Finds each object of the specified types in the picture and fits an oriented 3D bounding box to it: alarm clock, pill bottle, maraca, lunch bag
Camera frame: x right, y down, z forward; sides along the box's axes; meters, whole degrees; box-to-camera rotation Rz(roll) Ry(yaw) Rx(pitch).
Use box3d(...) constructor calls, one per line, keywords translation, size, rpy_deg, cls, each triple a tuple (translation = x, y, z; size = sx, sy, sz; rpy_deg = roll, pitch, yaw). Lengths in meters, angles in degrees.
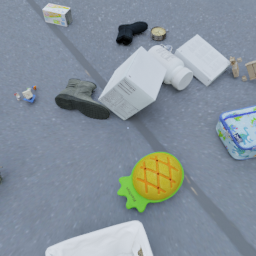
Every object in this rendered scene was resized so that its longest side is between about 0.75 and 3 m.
box3d(translation=(1.413, -4.588, 13.787), size=(1.160, 0.386, 0.782), rpy_deg=(-36, 62, -26), cls="alarm clock")
box3d(translation=(1.696, -2.503, 11.745), size=(1.142, 1.142, 1.997), rpy_deg=(-33, 60, -22), cls="pill bottle")
box3d(translation=(0.714, 1.644, 8.707), size=(2.169, 1.160, 1.487), rpy_deg=(-33, 70, -8), cls="maraca")
box3d(translation=(4.449, 0.071, 9.986), size=(2.288, 0.943, 1.839), rpy_deg=(-10, 51, -9), cls="lunch bag")

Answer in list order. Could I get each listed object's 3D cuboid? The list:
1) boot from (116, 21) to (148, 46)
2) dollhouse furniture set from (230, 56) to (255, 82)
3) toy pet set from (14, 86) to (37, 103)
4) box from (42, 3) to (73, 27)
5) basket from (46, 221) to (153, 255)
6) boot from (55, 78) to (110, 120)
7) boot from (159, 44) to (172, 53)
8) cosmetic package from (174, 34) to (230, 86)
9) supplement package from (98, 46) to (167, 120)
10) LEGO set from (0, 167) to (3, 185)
box3d(translation=(0.207, -4.568, 13.620), size=(1.555, 0.594, 1.306), rpy_deg=(-3, 49, 6), cls="boot")
box3d(translation=(5.119, -2.683, 11.774), size=(1.356, 1.156, 0.662), rpy_deg=(-12, 35, 31), cls="dollhouse furniture set")
box3d(translation=(-4.045, -1.318, 11.424), size=(0.907, 0.482, 0.847), rpy_deg=(-31, 24, -25), cls="toy pet set")
box3d(translation=(-3.644, -5.862, 14.516), size=(1.313, 0.738, 0.665), rpy_deg=(16, 54, 13), cls="box")
box3d(translation=(-0.601, 3.591, 6.975), size=(2.447, 1.509, 1.658), rpy_deg=(-14, 55, -9), cls="basket")
box3d(translation=(-1.596, -1.297, 11.130), size=(2.339, 0.792, 1.528), rpy_deg=(18, 50, 11), cls="boot")
box3d(translation=(1.654, -3.629, 12.934), size=(0.480, 0.597, 1.321), rpy_deg=(29, 58, 20), cls="boot")
box3d(translation=(3.229, -2.976, 12.219), size=(1.528, 0.524, 2.026), rpy_deg=(-39, 77, -27), cls="cosmetic package")
box3d(translation=(0.179, -1.599, 10.347), size=(1.357, 1.846, 1.765), rpy_deg=(38, 52, -18), cls="supplement package")
box3d(translation=(-4.414, 1.117, 8.715), size=(0.646, 1.481, 2.280), rpy_deg=(-38, 71, -9), cls="LEGO set")
